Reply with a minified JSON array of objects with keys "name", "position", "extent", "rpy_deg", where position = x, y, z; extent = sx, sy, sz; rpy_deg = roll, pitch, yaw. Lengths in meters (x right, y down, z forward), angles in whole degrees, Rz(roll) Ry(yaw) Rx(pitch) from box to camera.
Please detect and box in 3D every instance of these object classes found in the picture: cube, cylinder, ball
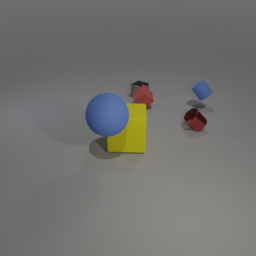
[{"name":"cube","position":[0.622,-1.995,14.664],"extent":[0.700,0.700,0.700],"rpy_deg":[22,37,33]},{"name":"cube","position":[0.726,-1.479,13.367],"extent":[0.700,0.700,0.700],"rpy_deg":[-34,38,26]},{"name":"cylinder","position":[3.470,-1.761,13.118],"extent":[0.700,0.700,0.700],"rpy_deg":[-37,7,6]},{"name":"cylinder","position":[2.801,-0.351,11.614],"extent":[0.700,0.700,0.700],"rpy_deg":[-37,29,24]},{"name":"cube","position":[-0.034,-0.024,10.564],"extent":[1.400,1.400,1.400],"rpy_deg":[1,28,2]},{"name":"ball","position":[-0.658,-0.419,8.938],"extent":[1.400,1.400,1.400],"rpy_deg":[0,31,0]}]
